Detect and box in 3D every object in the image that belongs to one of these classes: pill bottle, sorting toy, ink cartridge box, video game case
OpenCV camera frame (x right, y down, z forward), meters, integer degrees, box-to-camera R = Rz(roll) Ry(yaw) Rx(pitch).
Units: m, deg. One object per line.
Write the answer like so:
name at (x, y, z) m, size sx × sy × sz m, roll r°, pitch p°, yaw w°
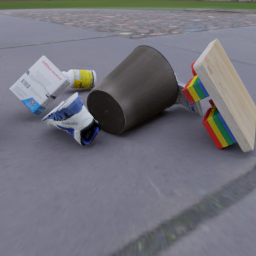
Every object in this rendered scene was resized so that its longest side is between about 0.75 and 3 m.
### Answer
pill bottle at (-1.640, -1.614, 9.265) m, size 1.080 × 0.607 × 0.607 m, roll -3°, pitch 26°, yaw -22°
sorting toy at (2.101, -0.740, 6.454) m, size 0.735 × 2.111 × 2.098 m, roll -27°, pitch 14°, yaw 36°
ink cartridge box at (-2.301, -1.117, 7.436) m, size 0.921 × 1.262 × 0.532 m, roll 45°, pitch -3°, yaw 4°
video game case at (1.616, -0.833, 7.636) m, size 0.108 × 0.976 × 0.888 m, roll -42°, pitch 44°, yaw -11°

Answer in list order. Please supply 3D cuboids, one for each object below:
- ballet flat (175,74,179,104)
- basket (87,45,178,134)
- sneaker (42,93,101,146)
ballet flat at (1.112, -1.646, 8.725) m, size 0.687 × 0.635 × 2.038 m, roll -11°, pitch 54°, yaw -32°
basket at (0.083, -0.880, 7.082) m, size 1.429 × 1.894 × 2.101 m, roll -14°, pitch 19°, yaw 47°
sneaker at (-1.229, -0.073, 6.247) m, size 0.735 × 1.051 × 1.819 m, roll -45°, pitch 15°, yaw -23°
